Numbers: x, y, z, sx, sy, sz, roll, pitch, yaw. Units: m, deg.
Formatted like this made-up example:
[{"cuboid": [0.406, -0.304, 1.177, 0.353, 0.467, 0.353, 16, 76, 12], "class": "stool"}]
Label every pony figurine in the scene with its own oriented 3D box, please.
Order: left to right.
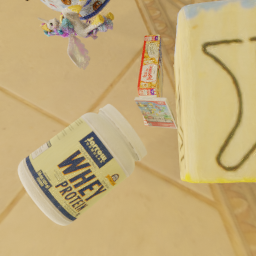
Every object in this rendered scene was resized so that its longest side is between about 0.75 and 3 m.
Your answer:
[{"cuboid": [-1.216, -2.534, 7.127, 1.710, 1.651, 1.424, -15, 56, 36], "class": "pony figurine"}]

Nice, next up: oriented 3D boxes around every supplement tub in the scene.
[{"cuboid": [-0.758, 0.599, 4.972, 1.913, 1.387, 1.387, -38, 64, -9], "class": "supplement tub"}]

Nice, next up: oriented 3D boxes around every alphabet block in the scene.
[{"cuboid": [2.223, -0.411, 5.087, 2.652, 2.666, 2.715, -2, 80, 9], "class": "alphabet block"}]

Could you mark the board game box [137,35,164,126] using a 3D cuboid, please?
[{"cuboid": [0.608, -1.168, 6.902, 0.419, 1.371, 1.810, 0, 53, 12], "class": "board game box"}]

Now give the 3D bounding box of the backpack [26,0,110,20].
[{"cuboid": [-1.311, -4.104, 7.423, 2.641, 2.034, 2.515, -56, 30, 5], "class": "backpack"}]

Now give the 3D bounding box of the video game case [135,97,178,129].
[{"cuboid": [0.526, -0.265, 5.065, 0.596, 0.833, 0.073, 5, 58, 29], "class": "video game case"}]
